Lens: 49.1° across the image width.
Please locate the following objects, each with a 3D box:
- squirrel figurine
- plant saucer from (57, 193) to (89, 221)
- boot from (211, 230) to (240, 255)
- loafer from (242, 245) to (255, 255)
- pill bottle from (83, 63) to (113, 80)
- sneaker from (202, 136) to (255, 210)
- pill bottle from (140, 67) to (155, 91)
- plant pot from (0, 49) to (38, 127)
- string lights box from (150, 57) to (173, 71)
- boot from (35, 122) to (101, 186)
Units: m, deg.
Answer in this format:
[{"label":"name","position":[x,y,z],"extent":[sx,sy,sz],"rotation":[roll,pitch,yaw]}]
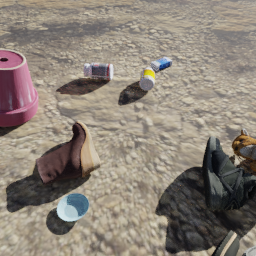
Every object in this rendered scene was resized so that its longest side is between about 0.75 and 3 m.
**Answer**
[{"label":"squirrel figurine","position":[4.720,0.829,9.587],"extent":[2.063,1.564,2.210],"rotation":[24,30,40]},{"label":"plant saucer","position":[-1.630,2.404,8.410],"extent":[0.971,0.187,0.971],"rotation":[-2,42,2]},{"label":"boot","position":[2.489,3.817,6.351],"extent":[1.701,0.953,2.459],"rotation":[27,60,22]},{"label":"loafer","position":[4.093,3.087,7.091],"extent":[2.514,0.877,0.879],"rotation":[-10,41,-11]},{"label":"pill bottle","position":[-1.492,-2.869,14.164],"extent":[1.399,0.811,0.811],"rotation":[6,41,6]},{"label":"sneaker","position":[3.214,1.421,8.995],"extent":[1.537,1.026,2.683],"rotation":[5,43,3]},{"label":"pill bottle","position":[0.958,-2.443,13.738],"extent":[0.708,0.708,1.296],"rotation":[4,41,5]},{"label":"plant pot","position":[-4.983,-1.749,11.313],"extent":[2.615,2.341,2.615],"rotation":[9,40,-7]},{"label":"string lights box","position":[1.831,-3.504,15.282],"extent":[1.108,0.327,0.570],"rotation":[-25,46,-27]},{"label":"boot","position":[-2.233,0.785,9.796],"extent":[2.023,0.880,2.432],"rotation":[-14,46,-18]}]
